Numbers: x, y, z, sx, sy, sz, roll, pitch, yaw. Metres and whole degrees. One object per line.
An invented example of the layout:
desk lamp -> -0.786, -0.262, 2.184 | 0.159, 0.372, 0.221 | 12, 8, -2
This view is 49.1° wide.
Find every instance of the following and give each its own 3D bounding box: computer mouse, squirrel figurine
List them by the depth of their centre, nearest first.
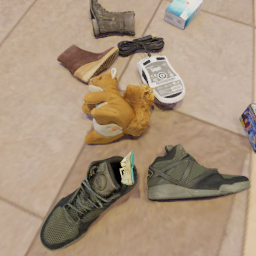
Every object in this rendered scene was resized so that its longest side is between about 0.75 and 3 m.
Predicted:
squirrel figurine -> -0.297, -0.731, 8.143 | 2.087, 1.477, 1.948 | 0, 55, -9
computer mouse -> 0.822, -1.808, 8.919 | 1.588, 0.635, 2.896 | -16, 62, -11

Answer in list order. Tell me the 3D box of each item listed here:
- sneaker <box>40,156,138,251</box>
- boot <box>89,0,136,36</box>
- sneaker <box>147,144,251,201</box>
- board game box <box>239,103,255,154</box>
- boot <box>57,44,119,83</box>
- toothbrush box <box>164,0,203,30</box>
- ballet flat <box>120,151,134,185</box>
sneaker -> -1.001, 1.704, 6.756 | 2.963, 1.697, 1.133 | -36, 69, -12
boot -> -0.530, -3.962, 9.915 | 1.558, 0.619, 1.789 | -8, 75, -6
sneaker -> 1.815, 1.105, 7.362 | 2.661, 1.017, 1.524 | -3, 72, 5
board game box -> 3.683, -0.061, 7.781 | 0.373, 1.208, 1.209 | -13, 67, -5
boot -> -1.298, -2.385, 9.146 | 1.404, 0.611, 1.687 | 41, 75, 15
toothbrush box -> 1.981, -4.213, 10.029 | 0.863, 0.503, 1.179 | 35, 69, 14
ballet flat -> -0.016, 0.774, 5.545 | 0.295, 0.295, 0.835 | 2, 40, 1
